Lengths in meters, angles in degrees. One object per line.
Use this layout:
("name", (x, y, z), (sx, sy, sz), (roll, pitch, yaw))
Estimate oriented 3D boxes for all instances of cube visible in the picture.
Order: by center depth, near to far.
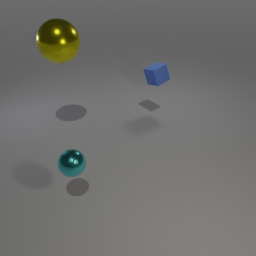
("cube", (1.176, -2.190, 11.409), (0.700, 0.700, 0.700), (-33, 30, -23))

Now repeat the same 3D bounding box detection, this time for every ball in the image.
("ball", (-1.403, 0.876, 7.020), (0.700, 0.700, 0.700), (0, 32, 0))
("ball", (-2.251, -2.816, 9.100), (1.400, 1.400, 1.400), (0, 32, 0))
